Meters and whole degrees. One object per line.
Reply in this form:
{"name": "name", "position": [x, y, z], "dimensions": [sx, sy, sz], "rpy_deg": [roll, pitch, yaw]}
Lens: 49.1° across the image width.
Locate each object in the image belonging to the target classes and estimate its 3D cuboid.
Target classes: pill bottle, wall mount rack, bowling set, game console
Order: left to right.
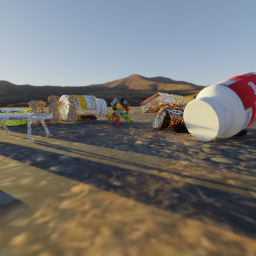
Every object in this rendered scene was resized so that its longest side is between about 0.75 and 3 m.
{"name": "wall mount rack", "position": [-3.096, -0.039, 7.865], "dimensions": [2.100, 0.783, 1.824], "rpy_deg": [0, 9, -2]}
{"name": "bowling set", "position": [-3.766, -0.886, 13.265], "dimensions": [2.456, 1.318, 1.709], "rpy_deg": [-4, 7, -40]}
{"name": "pill bottle", "position": [-2.444, -1.119, 15.488], "dimensions": [2.456, 1.364, 1.364], "rpy_deg": [-4, 7, -40]}
{"name": "game console", "position": [2.726, 0.039, 9.168], "dimensions": [2.276, 0.274, 1.343], "rpy_deg": [6, 8, 42]}
{"name": "pill bottle", "position": [2.862, -0.604, 7.881], "dimensions": [2.656, 1.491, 1.491], "rpy_deg": [-23, 18, -34]}

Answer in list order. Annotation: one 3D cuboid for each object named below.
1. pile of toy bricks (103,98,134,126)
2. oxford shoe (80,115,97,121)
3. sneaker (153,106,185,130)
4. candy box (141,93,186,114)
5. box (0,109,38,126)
{"name": "pile of toy bricks", "position": [-0.237, -0.583, 12.753], "dimensions": [1.110, 1.248, 2.249], "rpy_deg": [40, 0, 7]}
{"name": "oxford shoe", "position": [-1.875, -0.445, 13.466], "dimensions": [0.800, 0.285, 0.285], "rpy_deg": [2, 50, -1]}
{"name": "sneaker", "position": [1.661, -0.300, 10.146], "dimensions": [0.824, 0.835, 2.134], "rpy_deg": [36, 31, 27]}
{"name": "candy box", "position": [1.387, -0.923, 10.885], "dimensions": [0.949, 0.454, 1.643], "rpy_deg": [-29, -18, 39]}
{"name": "box", "position": [-5.291, -0.538, 12.819], "dimensions": [1.800, 0.704, 2.953], "rpy_deg": [1, 6, 7]}
